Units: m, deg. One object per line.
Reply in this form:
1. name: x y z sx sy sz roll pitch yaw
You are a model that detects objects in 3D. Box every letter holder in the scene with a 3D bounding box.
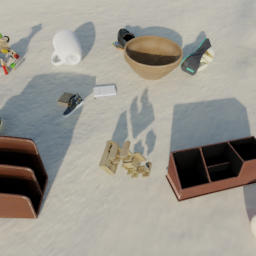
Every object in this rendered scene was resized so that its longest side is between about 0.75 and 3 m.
1. letter holder: -4.051 1.366 7.893 2.948 2.095 1.482 1 45 1

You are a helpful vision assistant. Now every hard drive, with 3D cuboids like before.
1. hard drive: -1.021 -1.610 12.235 0.930 0.118 0.614 -7 46 -6

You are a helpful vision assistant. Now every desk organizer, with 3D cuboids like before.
1. desk organizer: 2.745 1.196 8.594 2.945 1.134 1.056 -10 41 -12

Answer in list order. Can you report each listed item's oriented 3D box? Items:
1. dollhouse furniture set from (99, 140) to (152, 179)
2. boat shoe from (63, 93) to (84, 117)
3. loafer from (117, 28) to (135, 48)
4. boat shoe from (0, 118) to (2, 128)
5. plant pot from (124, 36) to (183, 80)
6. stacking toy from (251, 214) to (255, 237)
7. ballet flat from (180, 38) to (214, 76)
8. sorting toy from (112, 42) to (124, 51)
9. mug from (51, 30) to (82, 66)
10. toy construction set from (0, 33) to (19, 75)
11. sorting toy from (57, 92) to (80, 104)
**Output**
1. dollhouse furniture set: -0.093 0.866 8.793 1.436 1.259 0.954 -12 46 37
2. boat shoe: -2.213 -0.892 10.867 1.024 0.465 0.362 -46 41 -18
3. loafer: 0.062 -4.533 14.487 0.914 0.944 2.691 -1 44 -17
4. boat shoe: -5.005 0.174 10.142 0.724 0.620 1.979 -8 47 -9
5. plant pot: 1.120 -3.064 12.866 2.659 1.227 2.659 1 46 -1
6. stacking toy: 4.075 2.616 7.746 1.216 0.888 0.888 -12 43 -38
7. ballet flat: 3.493 -3.360 13.441 1.077 1.077 2.949 25 47 22
8. sorting toy: -0.507 -4.263 14.803 0.549 0.133 0.974 -8 42 -32
9. mug: -3.049 -3.702 13.674 1.698 1.254 1.489 -33 57 10
10. toy construction set: -6.041 -3.596 13.284 1.553 1.431 1.862 -21 50 -20
11. sorting toy: -2.519 -1.223 11.858 0.729 0.144 0.787 13 42 13
